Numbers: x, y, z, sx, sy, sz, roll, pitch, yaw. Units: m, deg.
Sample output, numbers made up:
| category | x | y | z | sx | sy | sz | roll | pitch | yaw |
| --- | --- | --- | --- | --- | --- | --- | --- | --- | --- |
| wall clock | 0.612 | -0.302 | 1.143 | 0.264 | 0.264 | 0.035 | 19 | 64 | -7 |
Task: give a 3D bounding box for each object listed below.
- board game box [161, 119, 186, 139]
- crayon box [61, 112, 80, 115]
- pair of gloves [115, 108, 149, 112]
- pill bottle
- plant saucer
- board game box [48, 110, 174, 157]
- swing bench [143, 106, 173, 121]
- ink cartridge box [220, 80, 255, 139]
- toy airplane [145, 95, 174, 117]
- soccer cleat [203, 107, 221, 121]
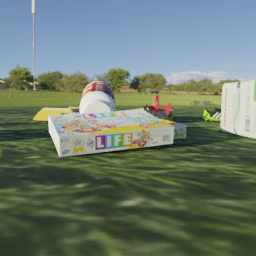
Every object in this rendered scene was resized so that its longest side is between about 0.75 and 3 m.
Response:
| category | x | y | z | sx | sy | sz | roll | pitch | yaw |
| --- | --- | --- | --- | --- | --- | --- | --- | --- | --- |
| board game box | 0.662 | 0.000 | 8.681 | 1.519 | 0.387 | 2.260 | -2 | 6 | -11 |
| crayon box | -2.052 | -0.444 | 12.549 | 1.605 | 0.468 | 1.384 | -3 | 7 | -29 |
| pair of gloves | 0.470 | -0.808 | 16.075 | 2.235 | 0.461 | 2.629 | -4 | -1 | 15 |
| pill bottle | -1.195 | -0.936 | 11.158 | 1.385 | 1.385 | 2.452 | -1 | 23 | -5 |
| plant saucer | -3.123 | -0.778 | 14.922 | 2.718 | 0.659 | 2.719 | 3 | 6 | 29 |
| board game box | -0.442 | 0.031 | 6.350 | 2.459 | 0.421 | 1.653 | -5 | 18 | -22 |
| swing bench | 1.394 | -0.595 | 12.843 | 1.163 | 0.759 | 1.169 | 2 | -1 | 21 |
| ink cartridge box | 3.733 | -0.577 | 8.312 | 0.925 | 1.633 | 2.227 | 0 | 7 | -11 |
| toy airplane | 1.346 | -0.875 | 12.001 | 1.211 | 1.211 | 0.223 | 0 | 26 | 4 |
| soccer cleat | 4.483 | -0.657 | 13.536 | 1.703 | 0.690 | 0.575 | 3 | 7 | 27 |
